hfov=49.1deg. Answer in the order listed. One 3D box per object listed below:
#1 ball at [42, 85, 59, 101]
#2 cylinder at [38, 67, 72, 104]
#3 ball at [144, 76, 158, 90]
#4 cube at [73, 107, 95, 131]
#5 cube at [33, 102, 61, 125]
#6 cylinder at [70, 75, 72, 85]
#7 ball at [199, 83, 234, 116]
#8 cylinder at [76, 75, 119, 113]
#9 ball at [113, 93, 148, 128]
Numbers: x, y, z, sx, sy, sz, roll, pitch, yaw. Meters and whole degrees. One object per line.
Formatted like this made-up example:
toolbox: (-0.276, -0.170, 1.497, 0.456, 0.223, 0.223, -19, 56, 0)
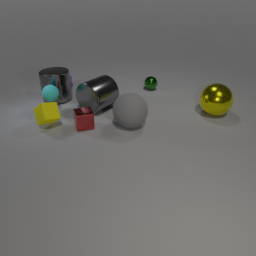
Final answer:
ball: (-3.339, -1.504, 12.074, 0.700, 0.700, 0.700, 0, 30, 0)
cylinder: (-3.444, -2.056, 13.381, 1.400, 1.400, 1.400, -1, 28, 1)
ball: (1.191, -2.348, 14.616, 0.700, 0.700, 0.700, 0, 30, 0)
cube: (-1.765, -0.367, 11.227, 0.700, 0.700, 0.700, -9, 31, -17)
cube: (-3.225, -0.571, 11.165, 0.700, 0.700, 0.700, -10, -10, -46)
cylinder: (-3.329, -2.478, 14.862, 0.700, 0.700, 0.700, -4, 30, -6)
ball: (3.783, -1.215, 12.015, 1.400, 1.400, 1.400, 0, 30, 0)
cylinder: (-1.350, -1.514, 12.493, 1.400, 1.400, 1.400, 21, 36, 32)
ball: (0.091, -0.700, 11.098, 1.400, 1.400, 1.400, 0, 30, 0)
